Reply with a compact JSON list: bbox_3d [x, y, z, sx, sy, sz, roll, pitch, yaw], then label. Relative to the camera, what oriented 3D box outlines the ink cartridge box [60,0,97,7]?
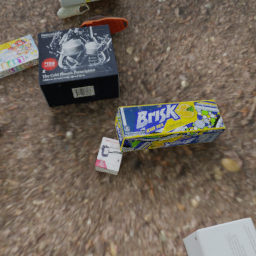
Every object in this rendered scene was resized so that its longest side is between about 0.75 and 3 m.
[{"bbox_3d":[-1.663,-6.060,10.810,2.481,1.794,1.803,-15,46,-8],"label":"ink cartridge box"}]

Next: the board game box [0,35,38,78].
[{"bbox_3d":[-4.111,-2.532,9.971,1.822,0.312,1.225,-25,65,-13],"label":"board game box"}]

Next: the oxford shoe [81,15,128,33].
[{"bbox_3d":[-0.850,-3.957,10.413,1.828,0.651,0.663,3,57,16],"label":"oxford shoe"}]

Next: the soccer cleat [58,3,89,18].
[{"bbox_3d":[-2.148,-4.635,11.026,1.271,0.440,0.493,-28,52,-18],"label":"soccer cleat"}]

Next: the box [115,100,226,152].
[{"bbox_3d":[1.161,-0.068,8.080,2.934,0.943,1.028,-5,62,-13],"label":"box"}]

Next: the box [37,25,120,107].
[{"bbox_3d":[-1.613,-2.051,9.180,2.398,1.249,2.184,-9,61,-5],"label":"box"}]

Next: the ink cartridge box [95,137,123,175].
[{"bbox_3d":[-0.514,0.804,8.104,0.676,0.394,0.933,14,62,-1],"label":"ink cartridge box"}]

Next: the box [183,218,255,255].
[{"bbox_3d":[2.199,3.022,6.303,1.300,1.518,1.510,-10,63,-9],"label":"box"}]
